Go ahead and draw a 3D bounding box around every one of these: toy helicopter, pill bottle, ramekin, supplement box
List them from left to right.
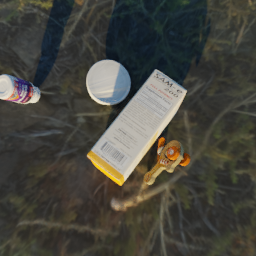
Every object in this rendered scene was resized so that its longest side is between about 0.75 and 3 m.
[{"bbox_3d":[-3.195,-1.092,8.228,0.693,1.245,0.693,-2,85,23],"label":"pill bottle"},{"bbox_3d":[-0.635,-1.325,8.536,1.356,0.632,1.356,2,82,-16],"label":"ramekin"},{"bbox_3d":[0.253,0.071,7.708,1.061,1.819,2.886,36,77,9],"label":"supplement box"},{"bbox_3d":[0.955,0.964,7.988,1.546,0.610,1.022,-50,36,16],"label":"toy helicopter"}]
